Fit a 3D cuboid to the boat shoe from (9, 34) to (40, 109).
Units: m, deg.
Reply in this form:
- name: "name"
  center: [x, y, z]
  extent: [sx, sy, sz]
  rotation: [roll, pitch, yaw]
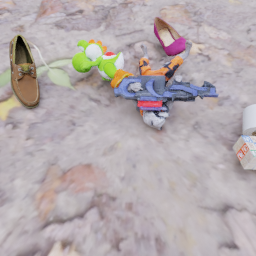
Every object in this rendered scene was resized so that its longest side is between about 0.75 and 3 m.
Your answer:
- name: "boat shoe"
  center: [-3.299, -1.780, 8.784]
  extent: [0.834, 0.788, 2.318]
  rotation: [-15, 82, -28]

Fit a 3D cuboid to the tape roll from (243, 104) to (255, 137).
- name: "tape roll"
  center: [3.691, -0.147, 7.713]
  extent: [1.004, 1.004, 0.690]
  rotation: [8, 69, 6]

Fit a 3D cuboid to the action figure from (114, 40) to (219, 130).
- name: "action figure"
  center: [1.238, -1.242, 8.459]
  extent: [2.927, 1.531, 2.832]
  rotation: [11, 70, 17]

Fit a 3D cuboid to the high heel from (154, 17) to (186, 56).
- name: "high heel"
  center: [1.406, -3.291, 9.946]
  extent: [0.816, 1.163, 2.419]
  rotation: [-33, 26, 2]

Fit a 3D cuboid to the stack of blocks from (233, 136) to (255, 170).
- name: "stack of blocks"
  center: [3.669, 0.737, 7.151]
  extent: [1.660, 0.486, 0.956]
  rotation: [4, 43, -17]

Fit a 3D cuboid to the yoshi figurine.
- name: "yoshi figurine"
  center: [-0.966, -1.928, 9.135]
  extent: [2.248, 1.264, 1.259]
  rotation: [41, 58, 18]
